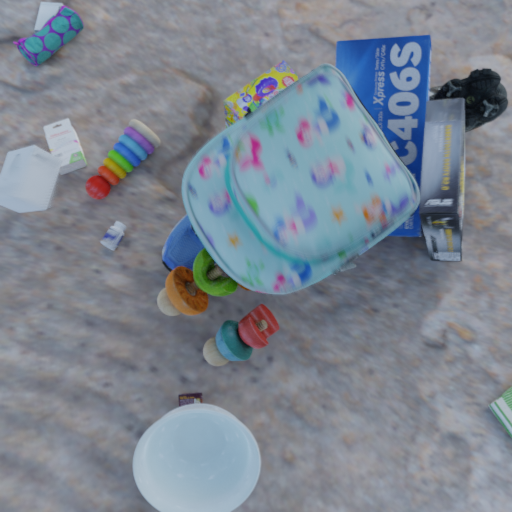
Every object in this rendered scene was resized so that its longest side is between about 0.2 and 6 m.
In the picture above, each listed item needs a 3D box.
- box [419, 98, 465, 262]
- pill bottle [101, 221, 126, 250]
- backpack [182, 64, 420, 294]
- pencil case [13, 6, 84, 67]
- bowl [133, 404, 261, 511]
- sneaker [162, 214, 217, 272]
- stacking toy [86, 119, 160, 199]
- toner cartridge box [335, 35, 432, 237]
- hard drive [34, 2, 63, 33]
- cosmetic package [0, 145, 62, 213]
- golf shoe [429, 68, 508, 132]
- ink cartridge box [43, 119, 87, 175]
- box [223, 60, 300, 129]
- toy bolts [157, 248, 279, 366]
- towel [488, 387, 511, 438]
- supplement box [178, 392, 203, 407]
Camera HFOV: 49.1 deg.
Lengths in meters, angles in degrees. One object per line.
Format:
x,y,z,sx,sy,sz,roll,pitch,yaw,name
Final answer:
3.570,-1.289,10.554,0.657,2.720,2.154,3,73,22,box
-2.923,-0.422,11.545,0.327,0.327,0.547,28,75,8,pill bottle
0.608,-1.058,9.346,3.537,2.663,3.140,-33,90,1,backpack
-4.664,-4.989,12.662,1.502,0.694,0.639,-47,49,-11,pencil case
-1.022,3.456,9.899,2.156,0.969,2.156,-1,102,-3,bowl
-0.697,-0.914,11.119,1.242,1.409,3.161,41,79,10,sneaker
-2.871,-1.947,11.831,0.790,0.790,1.850,37,84,10,stacking toy
2.424,-2.264,10.952,1.773,0.806,3.732,2,95,19,toner cartridge box
-4.868,-5.589,13.157,0.526,0.106,0.797,5,74,1,hard drive
-4.556,-1.490,11.125,1.099,0.678,1.103,0,70,41,cosmetic package
3.381,-2.857,11.862,3.559,1.682,1.384,-5,94,22,golf shoe
-4.124,-2.364,12.088,0.622,0.358,1.062,-20,75,-6,ink cartridge box
0.233,-2.931,11.666,1.539,1.482,0.939,-36,77,-11,box
-0.677,1.009,10.784,1.493,2.057,2.153,-34,87,25,toy bolts
5.530,2.894,10.656,1.822,0.213,1.389,-31,76,-10,towel
-1.212,2.990,10.549,0.432,0.336,0.784,-5,74,-2,supplement box
